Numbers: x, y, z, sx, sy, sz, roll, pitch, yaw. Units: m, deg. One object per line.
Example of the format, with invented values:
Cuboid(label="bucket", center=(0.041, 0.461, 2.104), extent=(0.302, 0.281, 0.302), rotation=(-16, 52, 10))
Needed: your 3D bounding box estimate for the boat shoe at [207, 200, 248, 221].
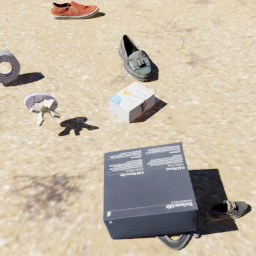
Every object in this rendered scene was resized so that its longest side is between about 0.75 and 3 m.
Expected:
Cuboid(label="boat shoe", center=(2.562, 2.064, 7.103), extent=(1.100, 0.403, 0.410), rotation=(-12, 47, -12))

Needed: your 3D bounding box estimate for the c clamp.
Cuboid(label="c clamp", center=(1.125, 2.392, 6.977), extent=(1.335, 0.181, 1.141), rotation=(30, 58, 24))

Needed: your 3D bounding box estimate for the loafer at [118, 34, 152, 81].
Cuboid(label="loafer", center=(0.214, -2.993, 11.751), extent=(0.966, 0.846, 2.689), rotation=(-16, 48, -16))

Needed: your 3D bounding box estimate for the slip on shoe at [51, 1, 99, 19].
Cuboid(label="slip on shoe", center=(-2.883, -6.455, 15.188), extent=(2.646, 0.810, 0.980), rotation=(-5, 44, -7))

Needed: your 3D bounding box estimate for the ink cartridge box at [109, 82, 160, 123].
Cuboid(label="ink cartridge box", center=(0.269, -1.026, 10.010), extent=(0.992, 0.584, 1.723), rotation=(34, 55, 29))

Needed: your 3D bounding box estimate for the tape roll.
Cuboid(label="tape roll", center=(-4.839, -2.360, 10.863), extent=(1.228, 1.228, 0.406), rotation=(-27, 53, -24))

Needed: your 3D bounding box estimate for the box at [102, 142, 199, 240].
Cuboid(label="box", center=(0.494, 1.529, 6.950), extent=(2.113, 1.100, 1.924), rotation=(-8, 45, 5))

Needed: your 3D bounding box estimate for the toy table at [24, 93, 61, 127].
Cuboid(label="toy table", center=(-2.608, -0.621, 8.726), extent=(1.103, 1.014, 0.646), rotation=(1, 40, -40))
